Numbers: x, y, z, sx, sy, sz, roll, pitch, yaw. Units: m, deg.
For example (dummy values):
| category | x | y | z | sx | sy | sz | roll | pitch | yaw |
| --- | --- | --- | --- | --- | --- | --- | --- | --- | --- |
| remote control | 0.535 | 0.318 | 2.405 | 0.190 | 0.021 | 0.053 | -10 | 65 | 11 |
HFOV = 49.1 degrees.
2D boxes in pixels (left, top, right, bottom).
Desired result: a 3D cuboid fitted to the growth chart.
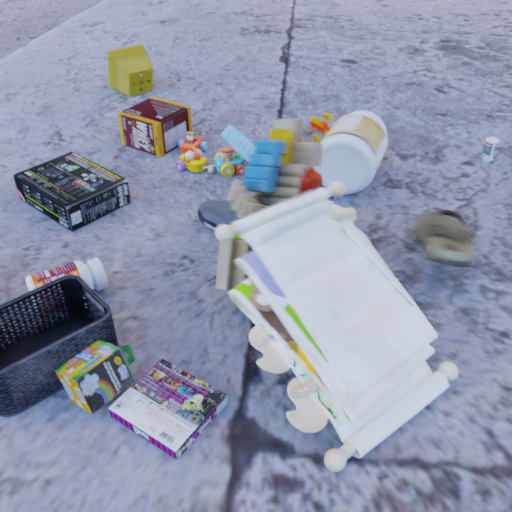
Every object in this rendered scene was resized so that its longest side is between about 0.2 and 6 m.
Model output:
| category | x | y | z | sx | sy | sz | roll | pitch | yaw |
| --- | --- | --- | --- | --- | --- | --- | --- | --- | --- |
| growth chart | 1.137 | 0.772 | 8.621 | 3.083 | 0.378 | 4.261 | -18 | 65 | -25 |

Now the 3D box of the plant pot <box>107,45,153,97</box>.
| category | x | y | z | sx | sy | sz | roll | pitch | yaw |
| --- | --- | --- | --- | --- | --- | --- | --- | --- | --- |
| plant pot | -3.937 | -5.845 | 17.976 | 1.250 | 1.250 | 1.103 | -23 | 57 | -28 |

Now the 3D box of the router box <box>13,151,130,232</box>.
| category | x | y | z | sx | sy | sz | roll | pitch | yaw |
| --- | --- | --- | --- | --- | --- | --- | --- | --- | --- |
| router box | -4.151 | -1.509 | 12.636 | 2.141 | 0.665 | 1.604 | 28 | 46 | 31 |

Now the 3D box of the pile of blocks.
| category | x | y | z | sx | sy | sz | roll | pitch | yaw |
| --- | --- | --- | --- | --- | --- | --- | --- | --- | --- |
| pile of blocks | 0.431 | -1.021 | 10.040 | 1.193 | 1.576 | 3.840 | 7 | 68 | 24 |

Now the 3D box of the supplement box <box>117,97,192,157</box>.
| category | x | y | z | sx | sy | sz | roll | pitch | yaw |
| --- | --- | --- | --- | --- | --- | --- | --- | --- | --- |
| supplement box | -2.683 | -3.483 | 15.024 | 1.373 | 0.924 | 1.392 | 21 | 42 | 25 |

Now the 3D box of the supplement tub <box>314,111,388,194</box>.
| category | x | y | z | sx | sy | sz | roll | pitch | yaw |
| --- | --- | --- | --- | --- | --- | --- | --- | --- | --- |
| supplement tub | 2.293 | -2.507 | 13.285 | 1.454 | 1.454 | 2.009 | 14 | 38 | 17 |

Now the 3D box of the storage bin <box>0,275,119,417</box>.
| category | x | y | z | sx | sy | sz | roll | pitch | yaw |
| --- | --- | --- | --- | --- | --- | --- | --- | --- | --- |
| storage bin | -3.332 | 1.328 | 8.692 | 2.035 | 0.954 | 1.375 | -29 | 46 | -32 |

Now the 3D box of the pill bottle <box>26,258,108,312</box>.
| category | x | y | z | sx | sy | sz | roll | pitch | yaw |
| --- | --- | --- | --- | --- | --- | --- | --- | --- | --- |
| pill bottle | -3.358 | 0.499 | 9.982 | 1.277 | 0.700 | 0.700 | -20 | 41 | -24 |

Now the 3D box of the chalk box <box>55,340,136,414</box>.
| category | x | y | z | sx | sy | sz | roll | pitch | yaw |
| --- | --- | --- | --- | --- | --- | --- | --- | --- | --- |
| chalk box | -2.276 | 1.703 | 8.293 | 0.643 | 0.648 | 1.038 | 7 | 33 | 44 |

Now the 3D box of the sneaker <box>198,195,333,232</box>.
| category | x | y | z | sx | sy | sz | roll | pitch | yaw |
| --- | --- | --- | --- | --- | --- | --- | --- | --- | --- |
| sneaker | 0.187 | -1.028 | 11.492 | 2.935 | 1.285 | 1.092 | 12 | 38 | 15 |

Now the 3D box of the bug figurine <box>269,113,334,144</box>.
| category | x | y | z | sx | sy | sz | roll | pitch | yaw |
| --- | --- | --- | --- | --- | --- | --- | --- | --- | --- |
| bug figurine | 1.433 | -3.193 | 14.973 | 2.083 | 0.536 | 1.615 | -23 | 46 | -30 |

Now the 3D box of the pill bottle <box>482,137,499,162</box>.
| category | x | y | z | sx | sy | sz | roll | pitch | yaw |
| --- | --- | --- | --- | --- | --- | --- | --- | --- | --- |
| pill bottle | 5.974 | -2.712 | 14.308 | 0.337 | 0.564 | 0.337 | 0 | 37 | 0 |

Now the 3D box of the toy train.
| category | x | y | z | sx | sy | sz | roll | pitch | yaw |
| --- | --- | --- | --- | --- | --- | --- | --- | --- | --- |
| toy train | -1.135 | -2.697 | 14.241 | 2.250 | 0.626 | 1.690 | 12 | 39 | 16 |

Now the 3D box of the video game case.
| category | x | y | z | sx | sy | sz | roll | pitch | yaw |
| --- | --- | --- | --- | --- | --- | --- | --- | --- | --- |
| video game case | -1.267 | 2.178 | 8.153 | 1.296 | 0.232 | 1.175 | 22 | 42 | 26 |

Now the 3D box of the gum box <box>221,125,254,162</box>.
| category | x | y | z | sx | sy | sz | roll | pitch | yaw |
| --- | --- | --- | --- | --- | --- | --- | --- | --- | --- |
| gum box | 0.026 | -2.259 | 13.135 | 0.363 | 1.384 | 1.629 | -47 | 46 | 7 |

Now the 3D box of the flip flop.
| category | x | y | z | sx | sy | sz | roll | pitch | yaw |
| --- | --- | --- | --- | --- | --- | --- | --- | --- | --- |
| flip flop | 3.626 | -0.475 | 10.717 | 1.027 | 0.729 | 2.534 | 5 | 19 | 12 |
